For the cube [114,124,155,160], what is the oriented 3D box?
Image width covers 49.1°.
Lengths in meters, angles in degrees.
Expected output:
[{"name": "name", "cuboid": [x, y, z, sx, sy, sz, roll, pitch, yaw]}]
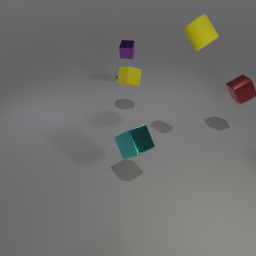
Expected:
[{"name": "cube", "cuboid": [0.183, 0.393, 7.782, 0.700, 0.700, 0.700, -20, -4, -40]}]

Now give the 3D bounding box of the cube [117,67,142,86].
[{"name": "cube", "cuboid": [0.059, -2.196, 11.960, 0.700, 0.700, 0.700, 5, 6, -37]}]

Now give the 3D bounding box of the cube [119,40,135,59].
[{"name": "cube", "cuboid": [-0.039, -4.126, 14.728, 0.700, 0.700, 0.700, 7, 51, 9]}]

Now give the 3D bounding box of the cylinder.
[{"name": "cylinder", "cuboid": [1.978, -2.589, 7.635, 0.700, 0.700, 0.700, -33, 3, 2]}]

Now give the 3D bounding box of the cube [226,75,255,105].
[{"name": "cube", "cuboid": [4.108, -1.393, 10.155, 0.700, 0.700, 0.700, -29, 26, 9]}]
